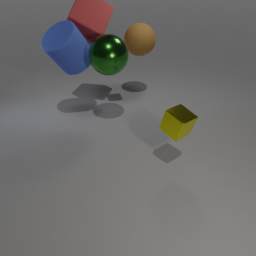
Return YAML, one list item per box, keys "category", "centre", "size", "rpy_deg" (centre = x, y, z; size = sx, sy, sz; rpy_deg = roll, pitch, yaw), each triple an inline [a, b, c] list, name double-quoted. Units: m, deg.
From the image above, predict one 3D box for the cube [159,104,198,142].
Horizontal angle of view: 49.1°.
- category: "cube"
  centre: [1.455, -0.160, 8.110]
  size: [0.700, 0.700, 0.700]
  rpy_deg: [-21, 52, -38]

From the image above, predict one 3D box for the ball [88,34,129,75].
- category: "ball"
  centre: [-0.682, -2.547, 9.781]
  size: [1.400, 1.400, 1.400]
  rpy_deg: [0, 30, 0]

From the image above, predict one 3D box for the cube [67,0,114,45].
- category: "cube"
  centre: [-1.585, -4.177, 10.898]
  size: [1.400, 1.400, 1.400]
  rpy_deg: [25, -18, -19]

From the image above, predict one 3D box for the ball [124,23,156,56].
- category: "ball"
  centre: [0.518, -3.893, 12.358]
  size: [1.400, 1.400, 1.400]
  rpy_deg: [0, 30, 0]

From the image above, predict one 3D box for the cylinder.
- category: "cylinder"
  centre: [-2.170, -2.896, 10.211]
  size: [1.400, 1.400, 1.400]
  rpy_deg: [-11, 60, 20]
